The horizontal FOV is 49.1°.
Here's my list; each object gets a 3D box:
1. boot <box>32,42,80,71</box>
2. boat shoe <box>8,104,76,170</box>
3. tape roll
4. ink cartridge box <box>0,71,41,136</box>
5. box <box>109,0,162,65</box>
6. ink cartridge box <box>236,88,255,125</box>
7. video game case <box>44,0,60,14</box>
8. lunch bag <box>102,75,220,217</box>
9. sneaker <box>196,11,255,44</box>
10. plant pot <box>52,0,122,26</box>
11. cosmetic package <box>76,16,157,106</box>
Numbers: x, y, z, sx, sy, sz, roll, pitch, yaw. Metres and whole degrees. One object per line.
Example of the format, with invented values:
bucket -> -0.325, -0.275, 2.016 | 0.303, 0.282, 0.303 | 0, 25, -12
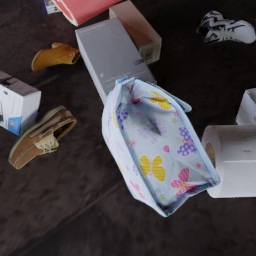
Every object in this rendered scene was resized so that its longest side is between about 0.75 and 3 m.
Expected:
boot -> -2.068, -2.022, 8.199 | 0.954, 0.469, 1.333 | 22, 57, 19
boat shoe -> -2.026, 0.244, 6.832 | 0.710, 0.728, 1.924 | 33, 67, 14
tape roll -> 2.299, 0.705, 6.082 | 1.074, 1.564, 1.564 | -1, 61, 0
ink cartridge box -> -3.037, -0.672, 6.996 | 1.521, 1.100, 0.641 | 26, 28, 15
box -> 0.191, -2.857, 8.451 | 0.741, 0.906, 1.907 | -25, 62, -13
ink cartridge box -> 4.286, -0.118, 6.578 | 2.722, 1.135, 1.976 | -10, 48, -5
video game case -> -2.309, -4.679, 9.777 | 1.293, 0.324, 1.427 | -15, 62, -10
lunch bag -> 0.405, 0.223, 5.612 | 1.552, 2.070, 2.441 | -29, 90, -14
sneaker -> 2.883, -2.856, 8.560 | 1.750, 0.698, 1.139 | 39, 69, 19
plant pot -> -1.250, -4.579, 8.271 | 2.414, 2.728, 2.728 | -40, 67, -1
cosmetic package -> -0.365, -1.682, 7.672 | 1.370, 1.157, 2.565 | -23, 67, -10
